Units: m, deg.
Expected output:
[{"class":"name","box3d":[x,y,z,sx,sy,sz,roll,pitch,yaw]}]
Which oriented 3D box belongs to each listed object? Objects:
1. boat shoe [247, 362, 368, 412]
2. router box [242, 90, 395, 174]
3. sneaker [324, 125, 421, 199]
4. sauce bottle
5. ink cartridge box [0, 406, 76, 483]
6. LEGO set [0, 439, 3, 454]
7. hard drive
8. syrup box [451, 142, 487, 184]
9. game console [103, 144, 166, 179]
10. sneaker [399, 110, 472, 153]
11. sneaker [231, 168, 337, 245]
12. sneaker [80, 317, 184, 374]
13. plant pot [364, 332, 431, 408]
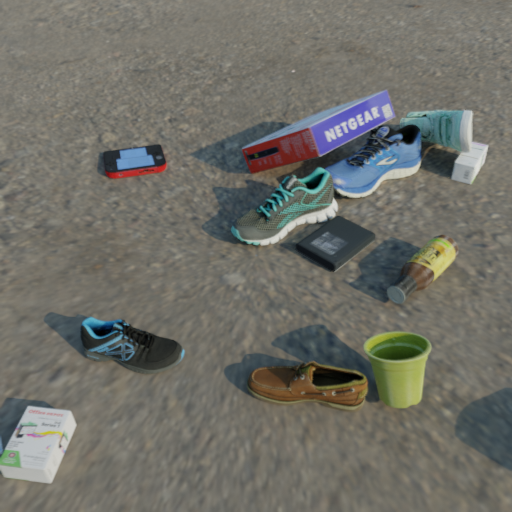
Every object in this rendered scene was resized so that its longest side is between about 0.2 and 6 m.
[{"class":"boat shoe","box3d":[0.759,1.852,8.427,1.812,0.616,0.652,4,40,4]},{"class":"router box","box3d":[1.424,-2.877,13.095,2.734,0.668,2.454,-31,17,-32]},{"class":"sneaker","box3d":[2.639,-2.315,12.851,2.974,1.326,1.168,-27,47,-27]},{"class":"sauce bottle","box3d":[3.075,0.255,10.349,0.601,0.601,1.858,29,47,30]},{"class":"ink cartridge box","box3d":[-2.999,2.585,7.731,0.668,0.387,0.923,5,40,6]},{"class":"LEGO set","box3d":[-4.478,2.294,8.085,1.312,0.431,1.756,-15,42,-22]},{"class":"hard drive","box3d":[1.606,-0.280,11.246,0.972,0.229,1.393,31,48,31]},{"class":"syrup box","box3d":[5.117,-2.246,13.411,0.494,0.478,1.214,21,44,26]},{"class":"game console","box3d":[-2.984,-2.359,13.757,1.463,0.227,1.294,-9,41,-12]},{"class":"sneaker","box3d":[4.261,-2.977,13.422,1.559,0.972,2.642,1,15,10]},{"class":"sneaker","box3d":[0.580,-1.105,11.528,2.551,1.164,0.990,-25,46,-26]},{"class":"sneaker","box3d":[-2.003,1.404,8.902,1.709,0.700,0.625,6,40,6]},{"class":"plant pot","box3d":[2.107,1.717,8.289,0.950,0.874,0.950,-8,17,2]}]
